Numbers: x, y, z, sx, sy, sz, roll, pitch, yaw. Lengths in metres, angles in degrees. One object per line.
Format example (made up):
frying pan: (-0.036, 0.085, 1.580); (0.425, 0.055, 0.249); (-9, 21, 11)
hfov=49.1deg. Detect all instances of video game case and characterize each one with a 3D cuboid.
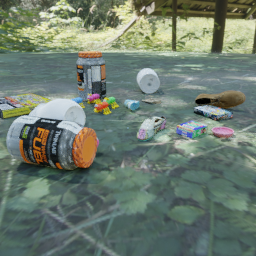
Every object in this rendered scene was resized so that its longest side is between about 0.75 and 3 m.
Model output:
video game case: (-5.290, -1.156, 13.563); (2.610, 0.368, 2.889); (-17, 25, -39)

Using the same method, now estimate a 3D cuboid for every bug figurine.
bug figurine: (-1.614, -1.241, 13.425); (2.378, 0.612, 1.844); (13, 23, 32)

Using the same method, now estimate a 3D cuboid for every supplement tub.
supplement tub: (-2.043, 0.408, 7.689); (2.170, 1.329, 1.329); (6, 20, 17)
supplement tub: (-1.951, -2.782, 14.958); (1.529, 2.496, 1.529); (0, 19, 0)

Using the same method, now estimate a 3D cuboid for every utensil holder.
utensil holder: (1.230, -2.850, 17.043); (1.305, 1.305, 1.536); (-1, 22, -2)

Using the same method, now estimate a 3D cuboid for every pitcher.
pitcher: (-2.722, -0.192, 9.777); (2.212, 1.341, 1.898); (3, 38, 40)

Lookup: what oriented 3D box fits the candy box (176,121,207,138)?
candy box: (2.323, 0.044, 10.201); (0.869, 0.335, 0.734); (-17, 27, -37)

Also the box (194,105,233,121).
box: (3.741, -0.685, 12.360); (0.966, 0.267, 1.415); (-10, 22, -27)

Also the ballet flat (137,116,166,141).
ballet flat: (0.865, -0.076, 10.118); (0.594, 0.612, 1.720); (19, 27, 31)

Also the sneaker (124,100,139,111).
sneaker: (0.057, -1.098, 13.342); (0.696, 0.424, 1.067); (11, 13, 22)

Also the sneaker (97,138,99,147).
sneaker: (-1.721, 0.342, 8.791); (1.746, 0.710, 0.770); (4, 21, 12)

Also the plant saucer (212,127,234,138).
plant saucer: (3.408, 0.163, 10.082); (0.771, 0.195, 0.771); (0, 19, 0)

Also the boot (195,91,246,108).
boot: (4.302, -1.282, 13.217); (2.286, 0.841, 0.863); (-1, 12, 29)

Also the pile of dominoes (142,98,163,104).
pile of dominoes: (1.271, -1.386, 14.675); (0.843, 0.172, 1.082); (-12, 15, -30)
